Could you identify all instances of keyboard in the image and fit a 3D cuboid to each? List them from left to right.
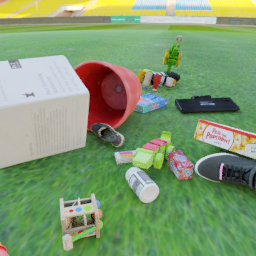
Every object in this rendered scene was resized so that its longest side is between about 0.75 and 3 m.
[{"bbox_3d":[3.728,-1.142,13.514,2.837,0.364,1.704,-2,31,-5],"label":"keyboard"}]

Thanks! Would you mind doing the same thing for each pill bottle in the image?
[{"bbox_3d":[0.350,1.491,7.517,0.567,0.567,1.003,-11,28,-22],"label":"pill bottle"}]

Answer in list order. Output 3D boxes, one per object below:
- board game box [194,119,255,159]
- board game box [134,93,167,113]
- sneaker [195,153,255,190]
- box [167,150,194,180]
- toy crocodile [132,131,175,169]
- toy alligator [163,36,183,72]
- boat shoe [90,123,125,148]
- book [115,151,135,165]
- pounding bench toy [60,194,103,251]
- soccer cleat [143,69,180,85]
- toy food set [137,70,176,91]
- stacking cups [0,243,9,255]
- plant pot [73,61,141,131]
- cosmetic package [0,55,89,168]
[{"bbox_3d":[3.826,0.506,8.623,2.895,0.670,2.193,20,8,36],"label":"board game box"},{"bbox_3d":[0.880,-1.223,13.612,1.666,0.375,1.267,-21,32,-38],"label":"board game box"},{"bbox_3d":[3.052,1.212,7.467,2.379,0.841,1.180,7,4,6],"label":"sneaker"},{"bbox_3d":[1.562,1.105,8.469,0.449,0.469,0.941,-7,26,-14],"label":"box"},{"bbox_3d":[0.857,0.699,8.759,0.832,0.761,2.464,13,17,27],"label":"toy crocodile"},{"bbox_3d":[1.080,-1.810,6.590,0.375,1.266,0.343,6,64,-2],"label":"toy alligator"},{"bbox_3d":[-0.840,0.158,10.177,1.727,0.617,0.567,28,-5,41],"label":"boat shoe"},{"bbox_3d":[0.029,0.930,9.192,0.866,0.208,0.579,-4,22,-11],"label":"book"},{"bbox_3d":[-0.978,2.087,6.068,0.883,0.703,1.132,-6,25,-13],"label":"pounding bench toy"},{"bbox_3d":[1.948,-3.034,17.220,2.504,0.846,1.015,7,50,5],"label":"soccer cleat"},{"bbox_3d":[1.659,-2.579,16.273,2.283,1.027,1.090,14,8,-13],"label":"toy food set"},{"bbox_3d":[-3.146,2.247,5.733,0.734,0.734,2.427,-22,34,-39],"label":"stacking cups"},{"bbox_3d":[-0.780,-1.446,11.629,2.829,2.829,2.503,10,18,20],"label":"plant pot"},{"bbox_3d":[-3.127,-0.637,9.210,2.943,2.428,2.426,-14,47,-27],"label":"cosmetic package"}]
